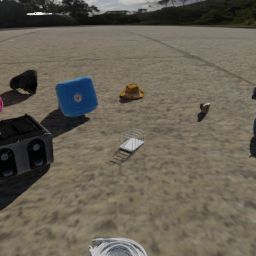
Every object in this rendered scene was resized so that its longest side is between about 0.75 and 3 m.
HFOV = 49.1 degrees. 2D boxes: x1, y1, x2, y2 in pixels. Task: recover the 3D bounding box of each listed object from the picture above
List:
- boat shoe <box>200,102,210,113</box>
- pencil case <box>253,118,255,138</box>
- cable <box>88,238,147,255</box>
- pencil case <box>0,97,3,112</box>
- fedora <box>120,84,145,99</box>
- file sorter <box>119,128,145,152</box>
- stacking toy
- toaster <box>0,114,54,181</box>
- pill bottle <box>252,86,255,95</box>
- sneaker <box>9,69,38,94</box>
[{"bbox_3d":[3.392,-0.946,12.518,0.357,0.396,1.101,17,22,25],"label":"boat shoe"},{"bbox_3d":[5.443,0.087,9.891,1.873,0.865,0.797,7,51,18],"label":"pencil case"},{"bbox_3d":[-0.184,2.580,5.260,1.117,0.387,1.118,-2,26,-8],"label":"cable"},{"bbox_3d":[-6.791,-1.200,12.376,2.567,1.134,1.134,11,28,24],"label":"pencil case"},{"bbox_3d":[0.236,-1.957,14.508,1.375,0.561,1.375,0,26,0],"label":"fedora"},{"bbox_3d":[0.141,0.395,9.682,0.555,0.498,0.800,16,30,30],"label":"file sorter"},{"bbox_3d":[-2.488,-1.569,13.002,1.633,1.545,2.814,-17,18,-12],"label":"stacking toy"},{"bbox_3d":[-3.551,0.529,8.491,1.950,1.280,2.157,-18,31,-33],"label":"toaster"},{"bbox_3d":[6.905,-1.895,14.507,0.773,0.447,0.447,16,30,30],"label":"pill bottle"},{"bbox_3d":[-5.533,-2.224,14.841,2.014,1.154,0.770,-17,-12,27],"label":"sneaker"}]
